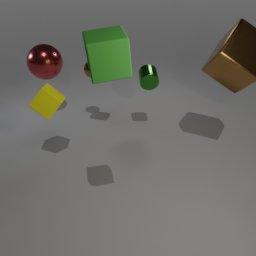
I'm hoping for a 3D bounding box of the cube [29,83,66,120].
[{"bbox_3d":[-2.390,-0.794,8.358,0.700,0.700,0.700,37,14,-14],"label":"cube"}]

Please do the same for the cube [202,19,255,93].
[{"bbox_3d":[3.450,-2.188,8.762,1.400,1.400,1.400,35,77,0],"label":"cube"}]

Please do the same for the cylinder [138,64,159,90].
[{"bbox_3d":[0.760,-1.876,10.348,0.700,0.700,0.700,-2,45,-3],"label":"cylinder"}]

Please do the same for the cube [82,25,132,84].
[{"bbox_3d":[-0.359,-1.273,4.822,0.700,0.700,0.700,-11,38,-6],"label":"cube"}]

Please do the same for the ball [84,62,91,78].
[{"bbox_3d":[-1.377,-2.300,10.957,0.700,0.700,0.700,0,29,0],"label":"ball"}]

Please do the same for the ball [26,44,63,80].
[{"bbox_3d":[-3.328,-2.647,11.230,1.400,1.400,1.400,0,29,0],"label":"ball"}]
